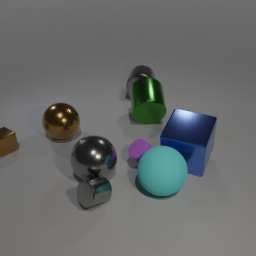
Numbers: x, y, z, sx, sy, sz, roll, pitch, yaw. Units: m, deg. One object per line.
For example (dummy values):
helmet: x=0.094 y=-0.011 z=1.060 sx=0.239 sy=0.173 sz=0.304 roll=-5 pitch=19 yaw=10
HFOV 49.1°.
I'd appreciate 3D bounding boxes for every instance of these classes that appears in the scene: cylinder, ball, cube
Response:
cylinder: x=0.659 y=-2.256 z=13.989 sx=1.400 sy=1.400 sz=1.400 roll=3 pitch=30 yaw=5
cylinder: x=0.490 y=0.803 z=8.961 sx=0.700 sy=0.700 sz=0.700 roll=-23 pitch=46 yaw=26
ball: x=-2.504 y=-0.256 z=10.521 sx=1.400 sy=1.400 sz=1.400 roll=0 pitch=30 yaw=0
ball: x=-1.029 y=0.916 z=8.452 sx=1.400 sy=1.400 sz=1.400 roll=0 pitch=30 yaw=0
cylinder: x=-0.910 y=1.714 z=7.568 sx=0.700 sy=0.700 sz=0.700 roll=24 pitch=17 yaw=36
cylinder: x=0.815 y=-1.120 z=11.612 sx=1.400 sy=1.400 sz=1.400 roll=-1 pitch=52 yaw=-3
cube: x=1.935 y=0.442 z=8.994 sx=1.400 sy=1.400 sz=1.400 roll=14 pitch=47 yaw=23
cube: x=-4.422 y=0.483 z=9.918 sx=0.700 sy=0.700 sz=0.700 roll=21 pitch=37 yaw=31
ball: x=0.970 y=1.209 z=7.934 sx=1.400 sy=1.400 sz=1.400 roll=0 pitch=30 yaw=0
